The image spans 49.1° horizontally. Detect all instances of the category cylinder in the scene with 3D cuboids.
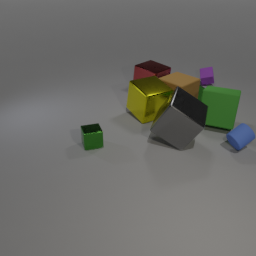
[{"bbox_3d":[3.989,0.303,9.925,0.700,0.700,0.700,-36,35,-3],"label":"cylinder"}]

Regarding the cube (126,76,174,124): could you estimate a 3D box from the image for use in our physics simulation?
[{"bbox_3d":[0.920,-1.267,12.255,1.400,1.400,1.400,-16,44,-27],"label":"cube"}]

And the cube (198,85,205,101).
[{"bbox_3d":[3.390,-1.876,14.114,0.700,0.700,0.700,19,17,-32],"label":"cube"}]

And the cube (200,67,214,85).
[{"bbox_3d":[4.500,-2.962,15.955,0.700,0.700,0.700,-6,63,20],"label":"cube"}]

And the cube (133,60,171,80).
[{"bbox_3d":[1.237,-2.612,14.820,1.400,1.400,1.400,29,39,31],"label":"cube"}]

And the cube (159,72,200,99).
[{"bbox_3d":[2.348,-1.672,13.180,1.400,1.400,1.400,-25,39,-36],"label":"cube"}]

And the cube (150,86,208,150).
[{"bbox_3d":[1.861,-0.350,10.122,1.400,1.400,1.400,33,41,-4],"label":"cube"}]

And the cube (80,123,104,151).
[{"bbox_3d":[-1.327,0.321,10.320,0.700,0.700,0.700,-9,30,-16],"label":"cube"}]

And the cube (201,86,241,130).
[{"bbox_3d":[3.764,-0.881,11.517,1.400,1.400,1.400,12,19,20],"label":"cube"}]
